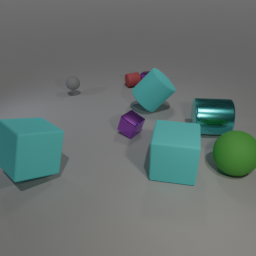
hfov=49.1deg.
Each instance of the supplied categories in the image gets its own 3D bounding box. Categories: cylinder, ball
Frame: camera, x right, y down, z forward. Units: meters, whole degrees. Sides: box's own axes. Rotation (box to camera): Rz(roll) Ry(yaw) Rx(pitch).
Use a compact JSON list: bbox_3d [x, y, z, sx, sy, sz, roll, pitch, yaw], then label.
[{"bbox_3d":[3.219,-0.433,10.785,1.400,1.400,1.400,2,30,4],"label":"cylinder"},{"bbox_3d":[3.347,0.773,8.664,1.400,1.400,1.400,0,29,0],"label":"ball"},{"bbox_3d":[1.143,-1.681,12.452,1.400,1.400,1.400,38,25,-21],"label":"cylinder"},{"bbox_3d":[0.262,-2.658,15.343,0.700,0.700,0.700,-13,32,-17],"label":"cylinder"},{"bbox_3d":[-2.765,-2.248,14.071,0.700,0.700,0.700,0,29,0],"label":"ball"}]

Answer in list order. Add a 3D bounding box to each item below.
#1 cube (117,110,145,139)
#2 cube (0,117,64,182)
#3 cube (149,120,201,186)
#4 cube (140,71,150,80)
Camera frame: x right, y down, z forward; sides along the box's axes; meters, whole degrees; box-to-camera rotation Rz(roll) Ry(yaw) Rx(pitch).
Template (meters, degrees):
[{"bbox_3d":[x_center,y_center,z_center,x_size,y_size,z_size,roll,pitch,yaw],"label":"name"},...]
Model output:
[{"bbox_3d":[0.119,-0.146,10.831,0.700,0.700,0.700,36,42,20],"label":"cube"},{"bbox_3d":[-2.926,0.565,8.310,1.400,1.400,1.400,-6,22,-44],"label":"cube"},{"bbox_3d":[1.452,0.730,8.685,1.400,1.400,1.400,6,32,10],"label":"cube"},{"bbox_3d":[1.128,-2.726,15.422,0.700,0.700,0.700,2,23,20],"label":"cube"}]
